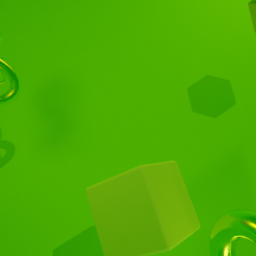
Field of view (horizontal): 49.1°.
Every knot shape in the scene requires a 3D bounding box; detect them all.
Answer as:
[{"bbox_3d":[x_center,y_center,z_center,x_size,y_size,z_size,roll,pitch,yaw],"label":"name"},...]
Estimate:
[{"bbox_3d":[1.801,1.608,2.701,2.022,1.892,0.934,27,78,14],"label":"knot shape"},{"bbox_3d":[-2.478,-1.176,5.118,0.628,1.360,1.272,-11,58,1],"label":"knot shape"}]

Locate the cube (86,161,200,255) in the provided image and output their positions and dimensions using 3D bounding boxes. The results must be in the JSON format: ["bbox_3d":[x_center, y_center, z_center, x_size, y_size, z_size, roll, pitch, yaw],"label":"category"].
[{"bbox_3d":[0.225,1.172,4.082,1.063,1.063,1.063,-27,73,30],"label":"cube"}]

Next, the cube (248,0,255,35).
[{"bbox_3d":[3.209,-2.438,5.849,0.844,0.844,0.844,-36,32,-6],"label":"cube"}]
